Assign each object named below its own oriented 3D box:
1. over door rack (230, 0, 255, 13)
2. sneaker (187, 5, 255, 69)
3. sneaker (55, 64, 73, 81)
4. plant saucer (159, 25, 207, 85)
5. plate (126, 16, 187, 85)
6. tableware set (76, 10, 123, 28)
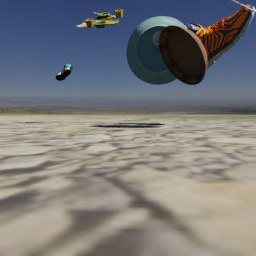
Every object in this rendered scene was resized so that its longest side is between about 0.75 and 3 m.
[{"bbox_3d":[3.130,-3.736,7.645,1.988,1.469,0.662,32,-46,-11],"label":"over door rack"},{"bbox_3d":[2.668,-3.063,8.980,1.452,1.005,2.591,32,-40,-8],"label":"sneaker"},{"bbox_3d":[-2.461,-2.209,10.923,0.859,0.519,0.359,-23,-53,33],"label":"sneaker"},{"bbox_3d":[1.569,-2.055,7.828,0.311,1.804,1.804,-35,17,-19],"label":"plant saucer"},{"bbox_3d":[1.139,-2.933,10.528,2.584,2.584,0.330,1,3,17],"label":"plate"},{"bbox_3d":[-0.890,-4.128,10.513,1.370,0.312,2.034,15,37,28],"label":"tableware set"}]
